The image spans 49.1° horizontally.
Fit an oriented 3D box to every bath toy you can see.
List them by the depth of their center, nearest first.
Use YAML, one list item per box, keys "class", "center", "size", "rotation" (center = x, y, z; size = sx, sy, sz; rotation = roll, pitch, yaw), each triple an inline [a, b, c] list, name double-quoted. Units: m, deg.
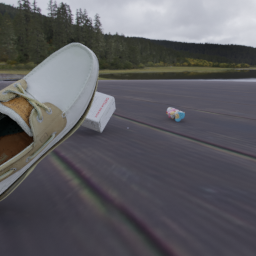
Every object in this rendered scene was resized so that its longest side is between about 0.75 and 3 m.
- class: "bath toy"
  center: [1.630, -0.492, 9.988]
  size: [0.444, 0.377, 1.021]
  rotation: [12, 10, -16]

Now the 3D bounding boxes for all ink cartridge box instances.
- class: "ink cartridge box"
  center: [-1.168, -0.569, 8.102]
  size: [1.363, 0.577, 0.985]
  rotation: [18, 58, 17]

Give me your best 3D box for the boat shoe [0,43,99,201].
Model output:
- class: "boat shoe"
  center: [-1.226, -0.106, 3.513]
  size: [0.945, 2.530, 0.865]
  rotation: [33, -9, 5]
